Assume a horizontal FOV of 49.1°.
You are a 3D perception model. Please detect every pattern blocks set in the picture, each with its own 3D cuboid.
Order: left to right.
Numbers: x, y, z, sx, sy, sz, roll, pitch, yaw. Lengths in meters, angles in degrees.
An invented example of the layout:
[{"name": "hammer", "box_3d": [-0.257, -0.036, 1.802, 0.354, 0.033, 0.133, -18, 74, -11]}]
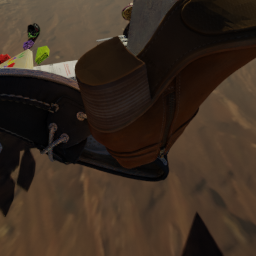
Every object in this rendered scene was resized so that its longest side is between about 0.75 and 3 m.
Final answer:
[{"name": "pattern blocks set", "box_3d": [-3.517, -1.759, 8.578, 2.594, 0.239, 2.951, -19, 43, 16]}]

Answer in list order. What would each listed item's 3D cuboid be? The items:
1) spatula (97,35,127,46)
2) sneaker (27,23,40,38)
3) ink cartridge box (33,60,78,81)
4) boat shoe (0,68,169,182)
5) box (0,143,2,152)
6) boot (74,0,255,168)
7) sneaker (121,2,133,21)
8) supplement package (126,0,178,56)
[{"name": "spatula", "box_3d": [-0.571, -3.440, 11.244, 1.281, 0.103, 0.890, -17, 51, -16]}, {"name": "sneaker", "box_3d": [-3.951, -4.158, 11.738, 0.414, 0.452, 1.080, -2, 43, -2]}, {"name": "ink cartridge box", "box_3d": [-2.209, -1.500, 8.706, 1.832, 0.622, 1.063, -13, 43, -13]}, {"name": "boat shoe", "box_3d": [-0.482, 0.050, 2.824, 2.204, 0.833, 0.665, 13, 53, -21]}, {"name": "box", "box_3d": [-3.496, 0.550, 6.651, 0.758, 0.403, 0.577, -1, 43, -1]}, {"name": "boot", "box_3d": [0.416, -0.273, 1.991, 1.470, 1.137, 0.541, -21, 57, -2]}, {"name": "sneaker", "box_3d": [0.205, -5.476, 13.085, 0.841, 0.699, 1.866, 25, 41, 34]}, {"name": "supplement package", "box_3d": [1.182, -2.801, 6.306, 1.624, 2.778, 1.629, -3, 22, -35]}]
